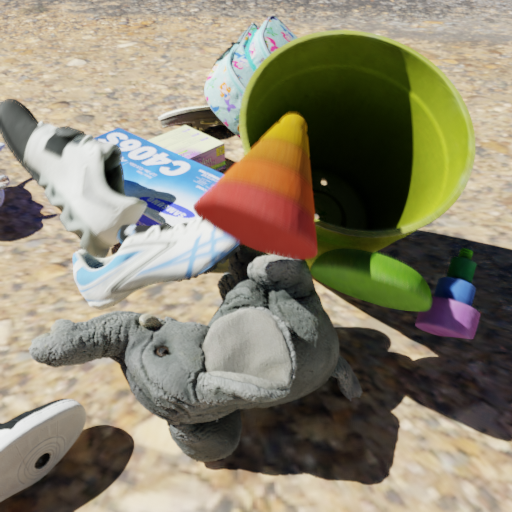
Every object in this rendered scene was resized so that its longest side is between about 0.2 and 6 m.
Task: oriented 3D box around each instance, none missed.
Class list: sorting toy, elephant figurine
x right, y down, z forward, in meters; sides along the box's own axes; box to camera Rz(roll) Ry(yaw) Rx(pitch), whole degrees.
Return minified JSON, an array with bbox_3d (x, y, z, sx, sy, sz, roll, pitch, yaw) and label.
[{"bbox_3d":[1.360,-0.320,6.827,4.296,1.479,1.489,26,-13,-28],"label":"sorting toy"},{"bbox_3d":[-0.533,1.372,6.900,2.479,2.261,3.195,9,30,35],"label":"elephant figurine"}]

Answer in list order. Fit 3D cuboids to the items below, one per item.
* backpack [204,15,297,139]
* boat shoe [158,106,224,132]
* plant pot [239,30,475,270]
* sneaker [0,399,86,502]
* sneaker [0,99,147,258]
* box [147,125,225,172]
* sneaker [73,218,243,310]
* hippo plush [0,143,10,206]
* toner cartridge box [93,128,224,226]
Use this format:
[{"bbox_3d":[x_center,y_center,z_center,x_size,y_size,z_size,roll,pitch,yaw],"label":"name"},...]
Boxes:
[{"bbox_3d":[0.256,-4.037,13.432,2.636,2.236,2.970,41,46,-16],"label":"backpack"},{"bbox_3d":[-1.362,-3.466,14.185,2.229,0.666,0.796,-17,18,-23],"label":"boat shoe"},{"bbox_3d":[1.237,-1.201,8.873,3.204,3.085,3.204,2,70,-5],"label":"plant pot"},{"bbox_3d":[-3.454,2.292,6.556,1.464,0.956,2.617,28,47,30],"label":"sneaker"},{"bbox_3d":[-3.200,-1.702,9.980,1.523,1.275,3.442,-41,82,6],"label":"sneaker"},{"bbox_3d":[-1.606,-2.284,12.716,1.386,0.670,1.219,30,47,34],"label":"box"},{"bbox_3d":[-1.210,-0.111,7.430,2.624,0.951,0.943,-22,16,4],"label":"sneaker"},{"bbox_3d":[-5.969,-1.330,11.079,1.874,1.857,2.331,45,11,22],"label":"hippo plush"},{"bbox_3d":[-2.167,-1.310,11.263,4.115,0.888,1.954,27,47,31],"label":"toner cartridge box"}]
